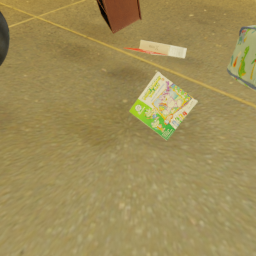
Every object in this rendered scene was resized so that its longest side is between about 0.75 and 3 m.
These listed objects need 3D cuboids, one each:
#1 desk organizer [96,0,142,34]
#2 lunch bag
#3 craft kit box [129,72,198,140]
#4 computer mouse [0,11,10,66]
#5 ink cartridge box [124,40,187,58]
[{"bbox_3d":[-0.371,-3.622,7.120,0.952,2.472,0.887,-29,71,-1],"label":"desk organizer"},{"bbox_3d":[2.655,-0.882,4.201,1.865,0.956,2.320,16,20,0],"label":"lunch bag"},{"bbox_3d":[0.539,-0.335,4.315,0.757,0.767,0.186,38,13,11],"label":"craft kit box"},{"bbox_3d":[-2.220,-1.072,4.169,0.498,1.889,1.308,17,55,-43],"label":"computer mouse"},{"bbox_3d":[0.749,-2.287,8.009,1.231,0.312,1.397,-3,22,-35],"label":"ink cartridge box"}]
